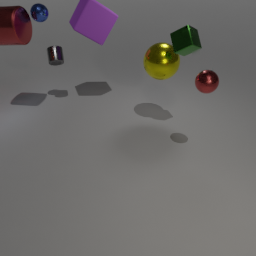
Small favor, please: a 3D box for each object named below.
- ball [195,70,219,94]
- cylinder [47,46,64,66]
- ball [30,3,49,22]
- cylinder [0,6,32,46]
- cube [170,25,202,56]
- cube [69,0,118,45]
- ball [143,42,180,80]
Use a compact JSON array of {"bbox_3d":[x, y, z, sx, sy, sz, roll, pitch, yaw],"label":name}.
[{"bbox_3d":[2.350,-1.376,8.344,0.700,0.700,0.700,0,30,0],"label":"ball"},{"bbox_3d":[-3.295,-3.284,12.746,0.700,0.700,0.700,-10,-5,-1],"label":"cylinder"},{"bbox_3d":[-3.506,-4.560,11.094,0.700,0.700,0.700,0,30,0],"label":"ball"},{"bbox_3d":[-4.627,-3.882,10.688,1.400,1.400,1.400,2,30,10],"label":"cylinder"},{"bbox_3d":[1.928,-2.890,9.320,0.700,0.700,0.700,-16,-8,38],"label":"cube"},{"bbox_3d":[-1.492,-4.626,11.930,1.400,1.400,1.400,22,22,-31],"label":"cube"},{"bbox_3d":[1.280,-2.536,10.684,1.400,1.400,1.400,0,30,0],"label":"ball"}]
